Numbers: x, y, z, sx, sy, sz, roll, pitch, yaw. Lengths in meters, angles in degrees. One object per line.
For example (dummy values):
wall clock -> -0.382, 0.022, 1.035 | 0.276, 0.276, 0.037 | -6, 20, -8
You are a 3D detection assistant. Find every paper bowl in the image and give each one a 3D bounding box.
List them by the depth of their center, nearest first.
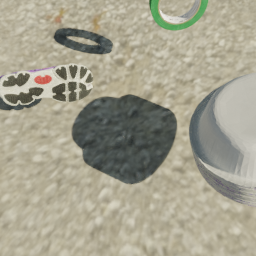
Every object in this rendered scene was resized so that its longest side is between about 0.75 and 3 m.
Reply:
paper bowl -> 2.697, 0.018, 5.720 | 2.879, 1.497, 2.879 | -12, 49, 14

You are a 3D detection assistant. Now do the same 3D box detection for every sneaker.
sneaker -> -1.967, -1.166, 6.778 | 2.340, 0.943, 0.976 | -7, 26, -31

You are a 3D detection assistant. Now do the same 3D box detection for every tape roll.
tape roll -> 1.330, -3.353, 7.415 | 1.524, 1.524, 0.366 | -4, 50, -2
